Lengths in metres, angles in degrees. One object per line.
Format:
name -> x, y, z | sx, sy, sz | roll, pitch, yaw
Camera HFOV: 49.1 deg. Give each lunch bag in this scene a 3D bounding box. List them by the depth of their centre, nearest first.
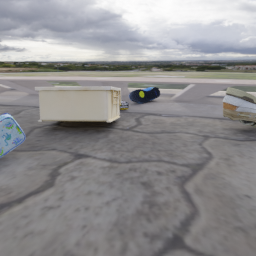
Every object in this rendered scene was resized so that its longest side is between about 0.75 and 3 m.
lunch bag -> -2.703, 0.205, 5.880 | 0.933, 0.750, 0.385 | -38, 36, -17

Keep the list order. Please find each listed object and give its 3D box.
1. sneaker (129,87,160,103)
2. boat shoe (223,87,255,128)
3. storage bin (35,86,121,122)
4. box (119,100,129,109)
sneaker -> 0.685, -1.572, 13.884 | 0.830, 0.698, 2.117 | -10, 5, 45
boat shoe -> 3.692, -0.477, 8.460 | 2.472, 0.845, 0.924 | 15, 9, -32
storage bin -> -1.427, -0.785, 8.969 | 2.199, 1.031, 2.183 | 0, 7, 7
box -> -0.648, -1.018, 12.111 | 1.010, 0.312, 1.265 | -2, 12, -20
